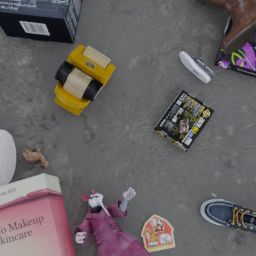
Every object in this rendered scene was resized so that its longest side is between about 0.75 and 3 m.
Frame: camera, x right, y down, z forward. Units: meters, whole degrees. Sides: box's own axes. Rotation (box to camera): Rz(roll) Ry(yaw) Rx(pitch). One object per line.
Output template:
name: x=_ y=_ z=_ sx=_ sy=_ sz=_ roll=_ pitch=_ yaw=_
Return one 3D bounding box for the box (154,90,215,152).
box: x=1.728 y=-0.238 z=8.611 sx=1.227 sy=0.379 sz=1.537 roll=35 pitch=79 yaw=6

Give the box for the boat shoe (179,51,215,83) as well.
boat shoe: x=2.229 y=-2.045 z=9.015 sx=1.310 sy=0.470 sz=0.444 roll=45 pitch=80 yaw=7

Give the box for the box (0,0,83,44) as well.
box: x=-2.799 y=-4.214 z=9.049 sx=2.381 sy=1.475 sz=2.340 roll=7 pitch=74 yaw=2

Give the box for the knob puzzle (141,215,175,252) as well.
knob puzzle: x=0.836 y=2.952 z=7.929 sx=1.058 sy=0.147 sz=1.058 roll=0 pitch=76 yaw=0

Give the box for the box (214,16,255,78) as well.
box: x=4.338 y=-2.552 z=9.134 sx=2.573 sy=0.464 sz=1.839 roll=19 pitch=77 yaw=5

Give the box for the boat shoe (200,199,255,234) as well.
boat shoe: x=3.082 y=2.429 z=7.654 sx=2.034 sy=0.923 sz=0.720 roll=14 pitch=76 yaw=3

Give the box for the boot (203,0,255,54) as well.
boot: x=2.952 y=-3.900 z=9.069 sx=2.614 sy=0.901 sz=2.805 roll=-42 pitch=69 yaw=-16

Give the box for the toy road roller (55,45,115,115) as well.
toy road roller: x=-1.432 y=-1.383 z=8.529 sx=1.290 sy=1.532 sz=2.099 roll=31 pitch=41 yaw=-7

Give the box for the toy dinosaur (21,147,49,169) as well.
toy dinosaur: x=-2.794 y=0.895 z=8.317 sx=0.883 sy=0.379 sz=0.598 roll=4 pitch=74 yaw=-1

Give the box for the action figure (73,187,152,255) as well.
action figure: x=-0.436 y=2.853 z=7.517 sx=1.833 sy=2.037 sz=2.736 roll=-21 pitch=57 yaw=-17

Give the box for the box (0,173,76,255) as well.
box: x=-2.498 y=2.700 z=7.319 sx=1.676 sy=1.428 sz=2.621 roll=-17 pitch=77 yaw=-4

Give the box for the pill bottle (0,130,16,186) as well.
pill bottle: x=-4.811 y=0.864 z=7.683 sx=2.939 sy=1.650 sz=1.650 roll=-1 pitch=76 yaw=1
